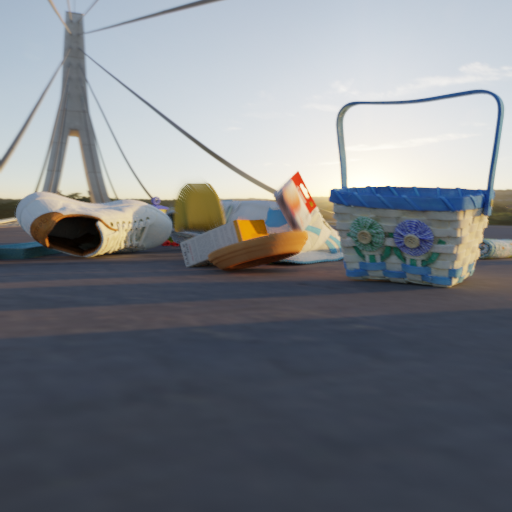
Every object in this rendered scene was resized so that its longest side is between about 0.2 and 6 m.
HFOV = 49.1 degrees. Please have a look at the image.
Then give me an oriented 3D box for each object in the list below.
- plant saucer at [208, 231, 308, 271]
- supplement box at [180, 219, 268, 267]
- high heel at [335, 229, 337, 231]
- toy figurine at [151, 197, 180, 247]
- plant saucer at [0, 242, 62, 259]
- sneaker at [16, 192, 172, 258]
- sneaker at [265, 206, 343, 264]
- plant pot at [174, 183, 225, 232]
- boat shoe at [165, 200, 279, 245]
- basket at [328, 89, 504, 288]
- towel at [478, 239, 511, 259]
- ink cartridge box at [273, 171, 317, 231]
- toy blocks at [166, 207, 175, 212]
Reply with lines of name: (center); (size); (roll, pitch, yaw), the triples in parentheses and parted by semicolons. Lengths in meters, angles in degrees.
plant saucer: (0.049, -0.045, 8.073); (1.473, 0.276, 1.473); (-14, -6, -1)
supplement box: (-0.496, -0.202, 8.864); (1.206, 0.444, 0.760); (-20, -8, 33)
high heel: (2.931, -0.693, 15.584); (1.186, 0.832, 2.472); (-11, -8, -5)
toy figurine: (-2.421, -0.900, 14.534); (2.103, 1.260, 1.109); (-1, 6, -45)
plant saucer: (-4.685, -0.144, 11.828); (0.975, 0.264, 2.788); (0, 3, 4)
sneaker: (-2.980, -0.390, 11.356); (3.366, 1.226, 1.425); (2, 29, -44)
sneaker: (0.979, -0.412, 10.136); (0.972, 1.026, 2.540); (0, 3, 28)
plant pot: (-1.104, -0.922, 10.509); (0.793, 0.816, 0.798); (-4, -4, -22)
boat shoe: (-0.773, -0.710, 12.858); (3.092, 1.137, 1.032); (-9, -19, 22)
basket: (1.913, -0.789, 6.772); (1.975, 2.239, 1.558); (4, 7, 36)
towel: (4.356, -0.180, 11.249); (1.426, 0.401, 1.666); (-4, 6, -36)
ink cartridge box: (0.711, -0.899, 9.060); (0.228, 0.736, 0.908); (-12, 25, 43)
toy blocks: (-2.024, -0.989, 17.370); (2.556, 1.277, 1.747); (0, 19, -9)
